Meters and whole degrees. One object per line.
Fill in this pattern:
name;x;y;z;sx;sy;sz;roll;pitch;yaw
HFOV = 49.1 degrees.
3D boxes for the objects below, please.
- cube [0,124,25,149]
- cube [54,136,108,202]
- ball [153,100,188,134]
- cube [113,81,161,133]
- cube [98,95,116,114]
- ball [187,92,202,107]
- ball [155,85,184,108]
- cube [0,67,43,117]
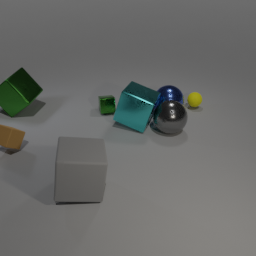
cube;-4.371;0.333;10.319;0.700;0.700;0.700;16;-4;24
cube;-1.426;1.215;8.357;1.400;1.400;1.400;4;27;-12
ball;1.731;-0.450;11.468;1.400;1.400;1.400;0;31;0
cube;0.386;-0.919;11.833;1.400;1.400;1.400;24;32;6
cube;-0.987;-1.117;13.112;0.700;0.700;0.700;-7;18;-11
ball;3.194;-1.362;13.413;0.700;0.700;0.700;0;31;0
ball;1.845;-1.247;12.760;1.400;1.400;1.400;0;31;0
cube;-5.074;-1.628;12.799;1.400;1.400;1.400;-28;24;29
